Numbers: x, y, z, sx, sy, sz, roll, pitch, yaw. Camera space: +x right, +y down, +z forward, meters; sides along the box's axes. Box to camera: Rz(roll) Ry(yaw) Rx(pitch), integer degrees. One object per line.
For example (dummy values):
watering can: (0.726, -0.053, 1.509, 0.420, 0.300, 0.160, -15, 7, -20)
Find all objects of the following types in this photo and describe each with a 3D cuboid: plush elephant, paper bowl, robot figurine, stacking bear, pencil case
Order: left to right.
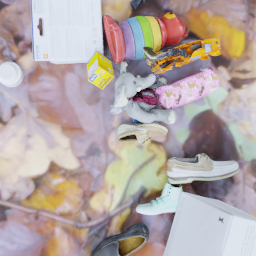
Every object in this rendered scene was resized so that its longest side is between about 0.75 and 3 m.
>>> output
paper bowl: (-4.788, -2.172, 11.300, 0.990, 0.515, 0.990, 0, 88, -1)
plush elephant: (0.361, -1.347, 10.351, 2.600, 2.013, 2.141, -7, 58, 10)
stacking bear: (0.776, -3.620, 10.854, 2.990, 1.816, 1.700, -15, 130, -9)
robot figurine: (2.016, -2.720, 10.687, 2.719, 1.971, 0.791, -17, 96, -6)
pencil case: (2.279, -1.496, 10.890, 2.404, 0.995, 1.040, -23, 87, -8)

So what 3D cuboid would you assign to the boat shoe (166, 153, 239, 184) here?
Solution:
boat shoe: (2.873, 1.484, 10.805, 2.766, 1.034, 0.946, -8, 93, 0)

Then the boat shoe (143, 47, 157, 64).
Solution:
boat shoe: (0.708, -2.420, 9.266, 0.345, 0.966, 0.317, -7, 126, -13)

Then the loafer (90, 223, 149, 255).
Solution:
loafer: (-0.379, 4.578, 10.660, 2.634, 0.952, 0.959, -35, 88, -1)

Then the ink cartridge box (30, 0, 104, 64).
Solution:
ink cartridge box: (-2.409, -4.002, 11.261, 2.786, 0.566, 2.781, -2, 90, -5)

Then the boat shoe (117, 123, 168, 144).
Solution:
boat shoe: (0.513, 0.272, 10.682, 2.021, 0.748, 0.671, -3, 59, 28)

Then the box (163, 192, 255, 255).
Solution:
box: (2.918, 4.024, 9.554, 1.874, 2.868, 2.853, 19, 86, -21)

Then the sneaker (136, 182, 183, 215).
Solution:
sneaker: (1.230, 2.694, 10.886, 1.945, 0.716, 1.147, -4, 92, -10)

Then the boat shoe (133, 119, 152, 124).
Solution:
boat shoe: (0.747, -0.411, 11.266, 1.145, 0.393, 0.482, -2, 79, -1)

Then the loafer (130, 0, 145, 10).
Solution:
loafer: (0.584, -5.337, 11.582, 1.079, 0.366, 0.379, -41, 92, 2)

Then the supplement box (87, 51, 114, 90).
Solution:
supplement box: (-1.049, -2.172, 10.497, 0.707, 1.291, 0.703, 29, 120, -30)
